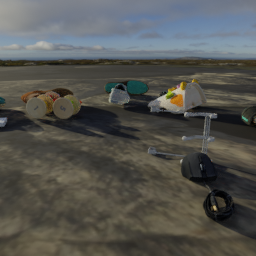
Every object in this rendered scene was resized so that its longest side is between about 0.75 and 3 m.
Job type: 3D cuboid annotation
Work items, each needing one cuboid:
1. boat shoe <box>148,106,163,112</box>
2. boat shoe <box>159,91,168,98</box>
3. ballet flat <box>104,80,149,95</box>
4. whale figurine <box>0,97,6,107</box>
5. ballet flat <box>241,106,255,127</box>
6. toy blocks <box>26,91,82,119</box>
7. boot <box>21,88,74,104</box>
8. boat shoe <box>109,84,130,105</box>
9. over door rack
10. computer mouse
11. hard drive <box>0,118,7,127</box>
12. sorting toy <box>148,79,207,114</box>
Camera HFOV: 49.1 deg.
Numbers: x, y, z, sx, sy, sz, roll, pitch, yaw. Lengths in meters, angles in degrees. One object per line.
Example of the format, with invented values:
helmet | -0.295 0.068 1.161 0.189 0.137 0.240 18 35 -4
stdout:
boat shoe | 1.255 -0.880 12.910 0.309 0.264 0.925 -12 15 -37
boat shoe | 2.125 -1.864 15.802 0.498 0.490 1.382 7 17 23
ballet flat | -0.081 -2.443 17.491 2.777 0.942 1.004 -2 -4 7
whale figurine | -6.402 -1.296 12.843 1.562 1.019 1.963 1 16 3
ballet flat | 5.602 -0.385 10.129 2.763 0.939 0.945 -7 24 12
toy blocks | -2.997 -1.114 12.454 2.050 0.893 2.459 2 16 8
boot | -4.197 -1.645 14.451 2.378 0.876 1.840 -9 14 -36
boat shoe | -0.363 -1.825 14.608 0.902 0.921 2.585 13 14 6
over door rack | 1.293 0.194 7.187 1.774 1.310 0.591 9 13 27
computer mouse | 1.599 1.035 5.792 0.745 0.432 2.540 1 16 -1
hard drive | -5.312 -0.176 10.469 1.356 0.181 0.894 -4 16 -14
sorting toy | 2.197 -1.385 13.482 2.211 1.312 2.456 -12 5 38
